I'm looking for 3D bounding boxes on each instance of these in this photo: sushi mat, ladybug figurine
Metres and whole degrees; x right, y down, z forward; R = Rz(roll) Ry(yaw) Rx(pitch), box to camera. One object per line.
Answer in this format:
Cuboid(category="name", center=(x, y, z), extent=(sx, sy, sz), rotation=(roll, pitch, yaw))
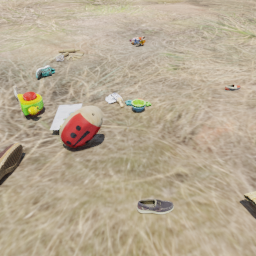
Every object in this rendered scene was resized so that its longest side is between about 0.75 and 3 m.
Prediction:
Cuboid(category="sushi mat", center=(4.529, 1.762, 6.999), extent=(2.989, 0.181, 1.430), rotation=(-8, 24, -21))
Cuboid(category="ladybug figurine", center=(-1.443, 0.044, 8.793), extent=(1.157, 1.704, 0.613), rotation=(25, 28, -41))

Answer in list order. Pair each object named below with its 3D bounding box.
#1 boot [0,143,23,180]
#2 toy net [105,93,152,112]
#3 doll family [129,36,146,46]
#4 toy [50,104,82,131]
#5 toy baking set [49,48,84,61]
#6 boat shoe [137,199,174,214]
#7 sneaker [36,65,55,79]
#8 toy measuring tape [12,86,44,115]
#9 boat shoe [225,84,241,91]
Cuboid(category="boot", center=(-4.213, 0.990, 8.016), extent=(1.678, 0.730, 2.018), rotation=(13, 42, 12))
Cuboid(category="toy net", center=(-0.041, -1.162, 11.369), extent=(1.906, 0.368, 1.000), rotation=(20, 40, 26))
Cuboid(category="doll family", center=(0.652, -5.269, 17.096), extent=(0.748, 0.543, 1.206), rotation=(-23, 23, -18))
Cuboid(category="toy", center=(-2.185, -0.320, 10.167), extent=(0.903, 0.370, 1.569), rotation=(-3, 34, 4))
Cuboid(category="toy baking set", center=(-3.394, -4.065, 15.540), extent=(1.923, 0.224, 1.476), rotation=(-4, 36, -6))
Cuboid(category="boat shoe", center=(0.696, 1.954, 7.071), extent=(0.948, 0.307, 0.341), rotation=(-1, 36, -1))
Cuboid(category="sneaker", center=(-3.941, -2.676, 13.454), extent=(0.525, 0.446, 1.150), rotation=(18, 41, 17))
Cuboid(category="toy measuring tape", center=(-3.887, -1.161, 11.012), extent=(0.894, 0.894, 2.430), rotation=(-18, 37, -24))
Cuboid(category="boat shoe", center=(4.642, -1.804, 12.367), extent=(0.810, 0.253, 0.288), rotation=(-10, 35, -15))
